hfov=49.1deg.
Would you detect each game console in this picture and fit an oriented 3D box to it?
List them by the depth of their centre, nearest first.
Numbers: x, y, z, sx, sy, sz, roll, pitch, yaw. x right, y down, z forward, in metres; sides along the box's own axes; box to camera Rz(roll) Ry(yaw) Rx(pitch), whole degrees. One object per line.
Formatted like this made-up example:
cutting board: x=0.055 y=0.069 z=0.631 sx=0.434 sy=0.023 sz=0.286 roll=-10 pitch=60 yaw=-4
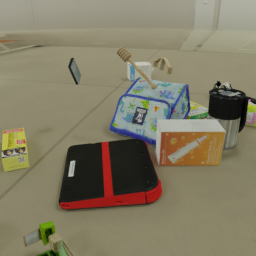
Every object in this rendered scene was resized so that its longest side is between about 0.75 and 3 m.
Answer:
game console: x=-0.516 y=1.186 z=7.963 sx=2.582 sy=0.453 sz=2.919 roll=-7 pitch=25 yaw=-4

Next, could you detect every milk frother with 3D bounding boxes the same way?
milk frother: x=3.625 y=-0.214 z=9.170 sx=1.760 sy=1.835 sz=1.951 roll=-9 pitch=26 yaw=-15

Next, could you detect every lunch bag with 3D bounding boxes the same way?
lunch bag: x=0.827 y=-0.576 z=10.366 sx=2.192 sy=1.643 sz=2.578 roll=15 pitch=54 yaw=31

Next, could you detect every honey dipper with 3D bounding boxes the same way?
honey dipper: x=0.296 y=-1.853 z=8.842 sx=1.724 sy=0.327 sz=0.327 roll=50 pitch=41 yaw=8

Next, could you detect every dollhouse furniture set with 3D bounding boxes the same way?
dollhouse furniture set: x=-1.316 y=2.373 z=4.759 sx=0.666 sy=0.869 sz=1.327 roll=-16 pitch=29 yaw=-33

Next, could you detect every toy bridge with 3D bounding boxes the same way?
toy bridge: x=1.372 y=-2.558 z=11.162 sx=0.204 sy=0.503 sz=1.497 roll=3 pitch=23 yaw=-21

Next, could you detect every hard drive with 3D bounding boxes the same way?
hard drive: x=-1.837 y=-1.958 z=9.687 sx=0.125 sy=0.763 sz=0.532 roll=-5 pitch=48 yaw=11

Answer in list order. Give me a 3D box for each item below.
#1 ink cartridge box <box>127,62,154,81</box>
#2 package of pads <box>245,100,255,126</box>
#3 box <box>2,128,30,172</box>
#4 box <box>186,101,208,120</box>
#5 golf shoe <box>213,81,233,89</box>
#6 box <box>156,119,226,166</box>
ink cartridge box: x=0.790 y=-3.523 z=17.349 sx=1.530 sy=0.958 sz=0.983 roll=-4 pitch=25 yaw=-8
package of pads: x=5.309 y=-0.586 z=11.377 sx=1.943 sy=0.663 sz=1.501 roll=13 pitch=28 yaw=25
box: x=-3.600 y=0.637 z=8.940 sx=0.737 sy=0.491 sz=1.958 roll=-9 pitch=26 yaw=-18
box: x=2.340 y=-0.775 z=11.980 sx=1.283 sy=0.529 sz=2.187 roll=-14 pitch=31 yaw=-27
golf shoe: x=4.804 y=-1.710 z=13.554 sx=0.738 sy=0.897 sz=1.899 roll=-13 pitch=30 yaw=-29
box: x=1.845 y=0.431 z=8.578 sx=1.879 sy=1.168 sz=0.916 roll=0 pitch=25 yaw=-1
